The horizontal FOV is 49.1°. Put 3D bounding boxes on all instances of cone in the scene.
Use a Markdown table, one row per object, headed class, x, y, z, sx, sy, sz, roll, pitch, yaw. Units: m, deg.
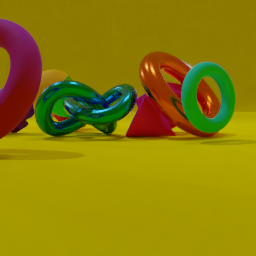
| class | x | y | z | sx | sy | sz | roll | pitch | yaw |
| --- | --- | --- | --- | --- | --- | --- | --- | --- | --- |
| cone | -1.315 | -0.858 | 6.200 | 0.890 | 0.893 | 0.890 | -6 | -36 | -4 |
| cone | 0.508 | -0.043 | 5.113 | 0.847 | 0.844 | 0.844 | 26 | 3 | -1 |

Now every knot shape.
| class | x | y | z | sx | sy | sz | roll | pitch | yaw |
| --- | --- | --- | --- | --- | --- | --- | --- | --- | --- |
| knot shape | -0.829 | -0.327 | 5.061 | 1.666 | 0.823 | 1.780 | -2 | -10 | -33 |

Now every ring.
| class | x | y | z | sx | sy | sz | roll | pitch | yaw |
| --- | --- | --- | --- | --- | --- | --- | --- | --- | --- |
| ring | 1.046 | -0.681 | 5.337 | 1.989 | 1.989 | 0.398 | -4 | -33 | -47 |
| ring | -1.764 | -0.538 | 3.254 | 1.675 | 1.675 | 0.335 | 1 | -19 | 17 |
| ring | 1.272 | -0.475 | 4.359 | 1.102 | 1.102 | 0.220 | -2 | 0 | -32 |

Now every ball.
| class | x | y | z | sx | sy | sz | roll | pitch | yaw |
| --- | --- | --- | --- | --- | --- | --- | --- | --- | --- |
| ball | -1.972 | -0.905 | 7.461 | 1.268 | 1.268 | 1.268 | 0 | 4 | 0 |

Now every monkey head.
| class | x | y | z | sx | sy | sz | roll | pitch | yaw |
| --- | --- | --- | --- | --- | --- | --- | --- | --- | --- |
| monkey head | -2.481 | -0.386 | 5.630 | 0.865 | 1.436 | 1.033 | 40 | 19 | 11 |
| monkey head | -1.250 | -0.396 | 6.645 | 1.253 | 0.755 | 0.902 | 23 | -4 | -41 |

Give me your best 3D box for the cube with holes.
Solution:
| class | x | y | z | sx | sy | sz | roll | pitch | yaw |
| --- | --- | --- | --- | --- | --- | --- | --- | --- | --- |
| cube with holes | 0.793 | -0.417 | 5.908 | 0.784 | 0.784 | 0.784 | -30 | -15 | 34 |
